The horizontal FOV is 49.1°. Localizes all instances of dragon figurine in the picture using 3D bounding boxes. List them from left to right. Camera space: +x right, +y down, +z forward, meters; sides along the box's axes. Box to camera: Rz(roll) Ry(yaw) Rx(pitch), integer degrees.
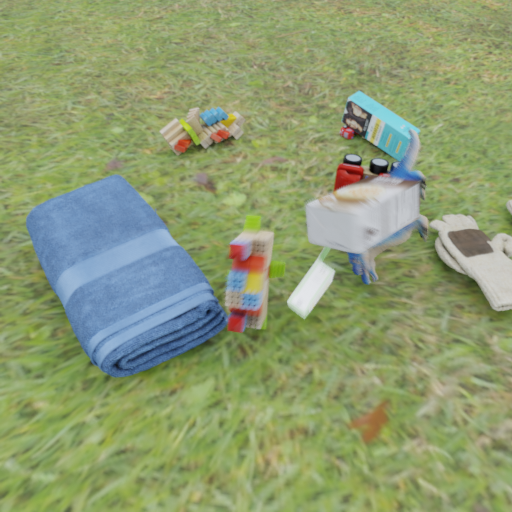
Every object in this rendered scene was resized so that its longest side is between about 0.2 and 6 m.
[{"bbox_3d":[2.329,-0.964,10.187,1.462,0.865,2.941,-1,84,14],"label":"dragon figurine"}]

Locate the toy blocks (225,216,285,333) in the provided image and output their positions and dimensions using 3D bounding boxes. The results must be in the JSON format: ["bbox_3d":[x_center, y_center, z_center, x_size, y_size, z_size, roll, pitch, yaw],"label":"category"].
[{"bbox_3d":[-0.113,0.431,8.924,0.974,1.949,1.332,6,13,8],"label":"toy blocks"}]

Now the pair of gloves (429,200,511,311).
[{"bbox_3d":[5.045,-0.067,10.734,3.047,0.534,2.591,-13,43,-15],"label":"pair of gloves"}]

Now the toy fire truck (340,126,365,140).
[{"bbox_3d":[2.681,-3.116,14.010,1.010,0.246,0.712,-27,51,-24],"label":"toy fire truck"}]

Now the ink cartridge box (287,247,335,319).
[{"bbox_3d":[1.111,0.236,9.179,0.396,1.200,1.649,36,85,10],"label":"ink cartridge box"}]

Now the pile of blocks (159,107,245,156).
[{"bbox_3d":[-1.157,-3.042,13.467,2.214,0.909,0.688,-24,49,-23],"label":"pile of blocks"}]

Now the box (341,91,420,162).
[{"bbox_3d":[2.951,-3.112,13.425,1.851,0.762,0.455,40,59,22],"label":"box"}]

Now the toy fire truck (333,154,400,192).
[{"bbox_3d":[2.335,-1.171,11.614,1.557,1.138,1.768,12,36,11],"label":"toy fire truck"}]

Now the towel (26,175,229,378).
[{"bbox_3d":[-2.473,0.244,10.072,2.322,1.010,4.160,-24,50,-22],"label":"towel"}]

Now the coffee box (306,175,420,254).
[{"bbox_3d":[1.596,-0.649,8.234,1.580,0.630,0.904,-26,30,-38],"label":"coffee box"}]
